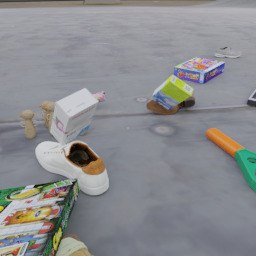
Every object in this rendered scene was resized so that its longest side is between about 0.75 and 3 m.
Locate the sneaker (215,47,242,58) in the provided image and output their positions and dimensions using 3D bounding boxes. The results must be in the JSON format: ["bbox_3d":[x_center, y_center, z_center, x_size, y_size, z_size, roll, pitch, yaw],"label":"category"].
[{"bbox_3d":[5.429,-4.104,15.060,1.430,0.586,0.534,0,28,0],"label":"sneaker"}]

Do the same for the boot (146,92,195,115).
[{"bbox_3d":[1.368,-0.944,9.282,1.766,0.620,1.291,-3,22,-7],"label":"boot"}]

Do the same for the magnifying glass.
[{"bbox_3d":[2.761,0.740,6.406,1.114,0.313,2.798,-11,32,-19],"label":"magnifying glass"}]

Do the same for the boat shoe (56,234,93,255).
[{"bbox_3d":[-1.368,2.258,2.884,1.090,1.025,2.861,35,43,30],"label":"boat shoe"}]

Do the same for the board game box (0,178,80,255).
[{"bbox_3d":[-1.615,1.374,3.894,1.531,0.343,2.922,-11,7,-2],"label":"board game box"}]

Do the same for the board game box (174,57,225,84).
[{"bbox_3d":[3.157,-2.573,12.326,1.424,0.474,2.118,20,34,33],"label":"board game box"}]

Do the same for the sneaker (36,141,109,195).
[{"bbox_3d":[-1.255,0.545,6.054,2.203,0.933,0.802,20,36,35],"label":"sneaker"}]

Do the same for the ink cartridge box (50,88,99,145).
[{"bbox_3d":[-1.093,-0.221,5.629,0.435,1.029,0.743,46,52,12],"label":"ink cartridge box"}]

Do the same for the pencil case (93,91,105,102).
[{"bbox_3d":[-1.125,-0.933,8.938,0.804,0.352,0.352,-13,28,5],"label":"pencil case"}]

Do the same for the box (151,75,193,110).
[{"bbox_3d":[1.207,-0.962,7.844,0.715,1.173,0.279,32,65,-11],"label":"box"}]

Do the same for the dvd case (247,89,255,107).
[{"bbox_3d":[5.233,-1.085,9.782,1.595,0.262,2.122,17,32,29],"label":"dvd case"}]

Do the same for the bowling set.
[{"bbox_3d":[-2.008,-0.431,7.806,1.811,0.972,1.260,-5,29,-9],"label":"bowling set"}]
